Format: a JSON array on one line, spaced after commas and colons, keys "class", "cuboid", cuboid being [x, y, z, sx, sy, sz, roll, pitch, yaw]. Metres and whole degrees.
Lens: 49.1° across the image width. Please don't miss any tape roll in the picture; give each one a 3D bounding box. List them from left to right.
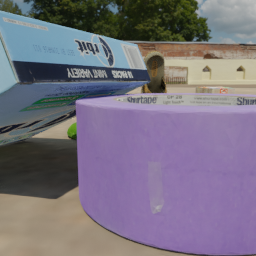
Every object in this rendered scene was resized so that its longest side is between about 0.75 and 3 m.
[{"class": "tape roll", "cuboid": [0.669, 0.179, 2.970, 2.396, 1.018, 2.396, -1, 10, 0]}]

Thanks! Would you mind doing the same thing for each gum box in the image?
[{"class": "gum box", "cuboid": [-1.519, -0.317, 3.772, 2.957, 0.659, 2.512, -22, -1, 29]}]

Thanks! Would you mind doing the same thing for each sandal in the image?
[{"class": "sandal", "cuboid": [0.729, -1.013, 7.219, 0.747, 1.860, 0.502, -12, 29, -16]}]

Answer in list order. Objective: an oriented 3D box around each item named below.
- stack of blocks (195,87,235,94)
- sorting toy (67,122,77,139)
[{"class": "stack of blocks", "cuboid": [4.810, -1.801, 15.162, 1.552, 0.790, 2.696, -1, 10, -4]}, {"class": "sorting toy", "cuboid": [-0.496, -0.363, 6.450, 1.321, 0.903, 2.199, 8, 13, 36]}]
